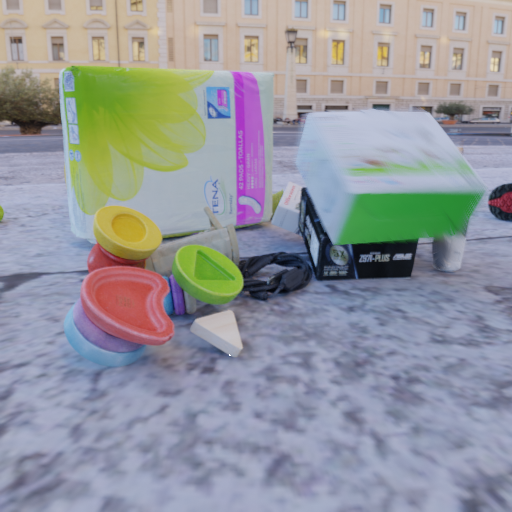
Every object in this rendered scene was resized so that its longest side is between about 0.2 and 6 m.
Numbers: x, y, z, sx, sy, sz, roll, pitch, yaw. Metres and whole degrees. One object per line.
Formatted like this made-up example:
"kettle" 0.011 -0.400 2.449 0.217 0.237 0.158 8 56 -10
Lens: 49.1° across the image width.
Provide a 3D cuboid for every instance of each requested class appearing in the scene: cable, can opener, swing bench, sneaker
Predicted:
"cable" 0.169 0.310 9.097 1.346 0.419 1.650 3 19 29
"can opener" 3.470 -0.548 9.884 0.465 1.745 0.583 5 -23 33
"swing bench" -1.126 -0.040 8.873 1.416 0.924 1.424 -17 22 -15
"sneaker" 7.209 -1.319 13.311 1.415 1.175 2.962 -12 20 -40

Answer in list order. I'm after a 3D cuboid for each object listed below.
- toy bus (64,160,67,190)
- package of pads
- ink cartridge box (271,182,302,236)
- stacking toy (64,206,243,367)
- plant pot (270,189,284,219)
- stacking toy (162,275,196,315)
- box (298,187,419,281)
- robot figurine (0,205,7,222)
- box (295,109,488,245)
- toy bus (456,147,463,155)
"toy bus" -3.750 -2.052 15.508 2.529 1.716 2.428 -12 36 -30
"package of pads" -1.764 -2.160 12.037 4.536 3.505 1.547 -8 17 -31
"ink cartridge box" 1.077 -0.865 11.536 1.294 0.543 0.941 22 42 1
"stacking toy" -1.293 0.590 7.121 2.107 0.983 2.327 22 31 -18
"plant pot" 0.396 -1.213 13.902 0.711 0.774 0.774 -12 15 3
"stacking toy" -1.575 0.606 7.693 1.440 0.615 0.615 -9 17 -12
"box" 1.722 -0.456 9.948 1.651 0.868 2.017 0 30 -5
"robot figurine" -6.493 -1.038 13.456 0.924 0.534 0.810 4 16 13
"box" 2.065 -1.340 9.009 2.303 1.114 2.032 -5 48 -17
"toy bus" 3.367 -1.883 10.668 1.040 0.407 0.339 14 21 41
